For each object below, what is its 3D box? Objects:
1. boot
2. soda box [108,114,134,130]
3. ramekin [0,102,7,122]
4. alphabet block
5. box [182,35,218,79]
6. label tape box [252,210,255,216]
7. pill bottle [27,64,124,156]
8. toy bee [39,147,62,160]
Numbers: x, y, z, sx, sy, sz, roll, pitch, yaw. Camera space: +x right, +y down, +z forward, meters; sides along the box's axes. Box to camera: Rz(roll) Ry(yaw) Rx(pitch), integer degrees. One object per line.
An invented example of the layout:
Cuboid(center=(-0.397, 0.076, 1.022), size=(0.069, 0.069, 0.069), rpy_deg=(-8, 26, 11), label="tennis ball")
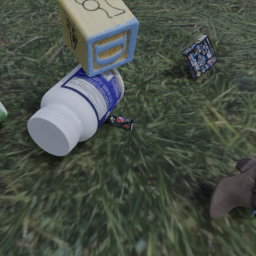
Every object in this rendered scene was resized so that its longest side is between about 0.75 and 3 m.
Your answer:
Cuboid(center=(2.374, 1.341, 5.557), size=(0.604, 1.718, 1.256), rpy_deg=(25, 6, -17), label="boot")
Cuboid(center=(-0.201, -0.182, 8.407), size=(0.767, 0.271, 0.243), rpy_deg=(15, 42, 16), label="soda box")
Cuboid(center=(-4.262, -0.797, 7.585), size=(1.018, 2.085, 2.085), rpy_deg=(-37, 53, -13), label="ramekin")
Cuboid(center=(-0.735, -2.403, 6.988), size=(1.412, 1.419, 1.445), rpy_deg=(-25, 68, -19), label="alphabet block")
Cuboid(center=(2.607, -2.534, 10.067), size=(1.130, 1.139, 0.283), rpy_deg=(-41, 32, -8), label="box")
Cuboid(center=(3.034, 1.490, 5.938), size=(0.323, 0.701, 0.979), rpy_deg=(31, 36, 26), label="label tape box")
Cuboid(center=(-1.350, -0.591, 7.556), size=(1.620, 1.620, 2.706), rpy_deg=(17, 44, 17), label="pill bottle")
Cuboid(center=(-2.120, 0.479, 7.564), size=(0.547, 0.835, 0.454), rpy_deg=(-15, 2, -11), label="toy bee")
